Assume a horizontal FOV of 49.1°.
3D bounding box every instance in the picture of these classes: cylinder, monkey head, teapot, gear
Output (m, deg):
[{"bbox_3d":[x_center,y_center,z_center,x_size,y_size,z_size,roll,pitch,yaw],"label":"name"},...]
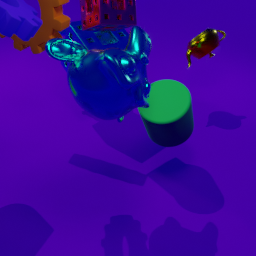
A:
[{"bbox_3d":[0.810,-0.283,5.816,1.042,1.042,1.042,-8,58,12],"label":"cylinder"},{"bbox_3d":[-0.235,-0.825,4.184,1.136,1.885,1.356,-4,58,34],"label":"monkey head"},{"bbox_3d":[2.056,-2.203,7.626,1.458,0.714,0.907,-37,5,-5],"label":"teapot"},{"bbox_3d":[-2.033,-2.411,5.496,1.837,1.837,0.340,13,38,16],"label":"gear"},{"bbox_3d":[-1.816,-1.725,3.639,1.416,0.262,1.416,38,19,-16],"label":"gear"}]

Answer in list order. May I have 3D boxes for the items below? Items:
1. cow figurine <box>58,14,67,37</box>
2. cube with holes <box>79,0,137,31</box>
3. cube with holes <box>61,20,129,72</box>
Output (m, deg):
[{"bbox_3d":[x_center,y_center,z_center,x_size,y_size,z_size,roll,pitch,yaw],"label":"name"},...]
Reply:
[{"bbox_3d":[-1.602,-2.735,8.197,1.589,0.886,1.615,15,1,8],"label":"cow figurine"},{"bbox_3d":[-0.391,-2.309,5.320,0.780,0.780,0.780,-12,14,-32],"label":"cube with holes"},{"bbox_3d":[-0.731,-1.811,7.200,1.348,1.348,1.348,-23,68,-33],"label":"cube with holes"}]
